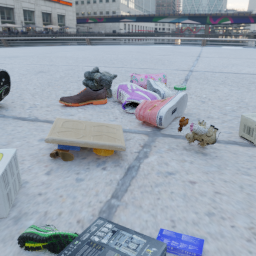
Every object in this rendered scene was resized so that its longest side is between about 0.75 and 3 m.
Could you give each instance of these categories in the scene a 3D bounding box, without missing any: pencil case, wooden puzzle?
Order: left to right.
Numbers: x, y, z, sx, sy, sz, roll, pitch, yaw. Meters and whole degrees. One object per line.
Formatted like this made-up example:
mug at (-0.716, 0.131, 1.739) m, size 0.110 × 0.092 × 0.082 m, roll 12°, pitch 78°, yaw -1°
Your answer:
wooden puzzle at (-1.307, 0.294, 9.013) m, size 2.322 × 0.580 × 2.507 m, roll 7°, pitch 14°, yaw -7°
pencil case at (1.206, -2.876, 17.014) m, size 2.260 × 0.988 × 0.988 m, roll -1°, pitch 21°, yaw -5°

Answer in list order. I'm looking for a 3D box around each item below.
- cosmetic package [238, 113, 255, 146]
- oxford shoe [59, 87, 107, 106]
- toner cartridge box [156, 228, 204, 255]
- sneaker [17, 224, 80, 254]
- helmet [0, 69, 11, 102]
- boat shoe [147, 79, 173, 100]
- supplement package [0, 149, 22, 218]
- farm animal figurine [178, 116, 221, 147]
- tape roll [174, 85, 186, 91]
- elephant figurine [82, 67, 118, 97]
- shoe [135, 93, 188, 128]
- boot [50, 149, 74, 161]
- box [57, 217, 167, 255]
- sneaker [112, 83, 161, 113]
cosmetic package at (5.001, -0.037, 9.755) m, size 1.955 × 0.853 × 1.011 m, roll -7°, pitch 21°, yaw -15°
oxford shoe at (-2.216, -1.595, 13.795) m, size 2.384 × 0.865 × 0.849 m, roll -7°, pitch 22°, yaw -17°
toner cartridge box at (0.937, 2.112, 5.087) m, size 0.831 × 0.179 × 0.395 m, roll 8°, pitch 21°, yaw 20°
sneaker at (-1.382, 1.952, 5.126) m, size 1.168 × 0.456 × 0.497 m, roll 3°, pitch 21°, yaw 9°
helmet at (-6.777, -1.972, 12.522) m, size 2.461 × 2.461 × 2.347 m, roll 13°, pitch 28°, yaw 30°
boat shoe at (1.793, -2.107, 15.155) m, size 0.998 × 0.865 × 2.342 m, roll -6°, pitch 24°, yaw -16°
supplement package at (-3.250, 1.214, 6.259) m, size 1.310 × 1.008 × 1.370 m, roll -2°, pitch 22°, yaw -5°
farm animal figurine at (2.274, 0.239, 8.930) m, size 1.448 × 0.755 × 1.432 m, roll 22°, pitch -4°, yaw -31°
tape roll at (3.155, -2.439, 16.968) m, size 0.756 × 0.182 × 0.756 m, roll -1°, pitch 21°, yaw 0°
elephant figurine at (-1.325, -2.403, 15.062) m, size 1.824 × 1.663 × 2.351 m, roll -30°, pitch 27°, yaw -28°
shoe at (1.470, -0.906, 11.760) m, size 1.321 × 1.037 × 2.903 m, roll 16°, pitch 29°, yaw 27°
boot at (-1.903, 0.764, 8.539) m, size 0.805 × 0.309 × 0.625 m, roll -1°, pitch 16°, yaw 17°
box at (-0.388, 2.245, 4.341) m, size 1.425 × 0.461 × 1.807 m, roll 11°, pitch 23°, yaw 28°
sneaker at (-0.026, -1.421, 13.193) m, size 2.857 × 1.035 × 1.629 m, roll 18°, pitch 30°, yaw 39°
